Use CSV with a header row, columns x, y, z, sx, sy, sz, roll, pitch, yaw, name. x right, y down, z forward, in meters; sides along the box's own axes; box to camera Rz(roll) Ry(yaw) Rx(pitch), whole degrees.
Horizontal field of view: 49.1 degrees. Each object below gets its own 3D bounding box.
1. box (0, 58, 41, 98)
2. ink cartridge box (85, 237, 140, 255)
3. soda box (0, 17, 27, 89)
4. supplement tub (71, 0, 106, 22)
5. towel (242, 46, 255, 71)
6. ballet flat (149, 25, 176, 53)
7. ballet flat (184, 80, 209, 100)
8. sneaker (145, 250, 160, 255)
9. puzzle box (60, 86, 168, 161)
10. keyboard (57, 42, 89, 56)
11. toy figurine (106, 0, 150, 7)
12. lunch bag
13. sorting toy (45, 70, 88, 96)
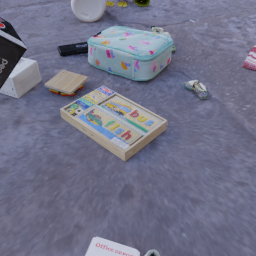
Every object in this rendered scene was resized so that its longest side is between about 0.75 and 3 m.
x,y,z,sx,sy,sz,roll,pitch,yaw,name
-3.677,-1.688,9.015,1.184,0.778,1.191,16,44,18,box
-0.368,2.474,4.436,0.864,0.488,1.180,13,41,12,ink cartridge box
-2.505,-0.446,3.813,0.894,2.528,0.800,20,25,-52,soda box
-1.944,-6.326,13.716,1.602,1.602,2.219,-5,42,-5,supplement tub
5.162,-2.552,10.445,1.338,0.211,1.858,22,46,22,towel
1.371,-3.698,11.418,0.667,0.667,1.797,-21,46,-22,ballet flat
2.188,-1.309,8.893,0.382,0.382,1.062,-20,44,-21,ballet flat
0.322,2.569,4.270,0.526,0.628,1.419,2,42,1,sneaker
-0.413,-0.259,7.719,2.556,0.325,1.701,31,49,31,puzzle box
-1.786,-3.129,11.100,1.868,0.240,1.122,-15,37,-15,keyboard
-0.043,-7.506,15.341,2.589,1.366,1.551,3,36,2,toy figurine
0.066,-2.844,10.103,2.823,1.088,2.264,23,46,24,lunch bag
-1.951,-1.382,8.990,0.987,0.345,0.993,18,44,19,sorting toy
